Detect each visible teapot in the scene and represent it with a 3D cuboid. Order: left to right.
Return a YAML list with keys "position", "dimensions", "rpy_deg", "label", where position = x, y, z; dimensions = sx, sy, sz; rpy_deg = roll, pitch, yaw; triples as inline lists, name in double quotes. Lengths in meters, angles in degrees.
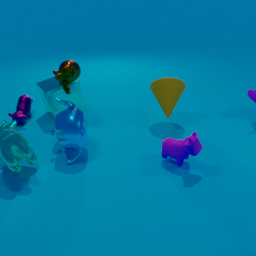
- position: [-1.458, -0.015, 6.886]
  dimensions: [0.876, 1.789, 1.112]
  rpy_deg: [-7, -15, -5]
  label: "teapot"

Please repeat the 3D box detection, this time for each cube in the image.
- position: [-2.087, -0.978, 8.854]
  dimensions: [1.074, 1.074, 1.074]
  rpy_deg: [-26, 35, -21]
  label: "cube"

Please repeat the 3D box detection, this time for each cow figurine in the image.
- position: [-2.676, 0.316, 6.333]
  dimensions: [0.797, 1.452, 1.428]
  rpy_deg: [-34, 79, -20]
  label: "cow figurine"
- position: [-3.261, -0.577, 8.607]
  dimensions: [0.539, 0.982, 0.966]
  rpy_deg: [9, -4, -5]
  label: "cow figurine"
- position: [1.197, 0.419, 6.423]
  dimensions: [0.975, 0.960, 0.535]
  rpy_deg: [23, 48, 29]
  label: "cow figurine"

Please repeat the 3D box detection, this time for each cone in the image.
- position: [1.144, -0.728, 8.037]
  dimensions: [1.045, 1.045, 1.049]
  rpy_deg: [1, 70, 3]
  label: "cone"

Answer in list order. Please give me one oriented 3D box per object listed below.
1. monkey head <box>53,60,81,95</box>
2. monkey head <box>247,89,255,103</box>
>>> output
- position: [-1.535, -1.365, 7.415]
  dimensions: [0.696, 0.830, 1.154]
  rpy_deg: [-25, 14, 0]
  label: "monkey head"
- position: [4.199, -0.792, 8.221]
  dimensions: [1.535, 1.104, 0.925]
  rpy_deg: [1, -6, 5]
  label: "monkey head"
